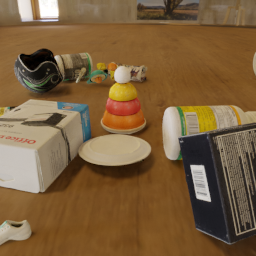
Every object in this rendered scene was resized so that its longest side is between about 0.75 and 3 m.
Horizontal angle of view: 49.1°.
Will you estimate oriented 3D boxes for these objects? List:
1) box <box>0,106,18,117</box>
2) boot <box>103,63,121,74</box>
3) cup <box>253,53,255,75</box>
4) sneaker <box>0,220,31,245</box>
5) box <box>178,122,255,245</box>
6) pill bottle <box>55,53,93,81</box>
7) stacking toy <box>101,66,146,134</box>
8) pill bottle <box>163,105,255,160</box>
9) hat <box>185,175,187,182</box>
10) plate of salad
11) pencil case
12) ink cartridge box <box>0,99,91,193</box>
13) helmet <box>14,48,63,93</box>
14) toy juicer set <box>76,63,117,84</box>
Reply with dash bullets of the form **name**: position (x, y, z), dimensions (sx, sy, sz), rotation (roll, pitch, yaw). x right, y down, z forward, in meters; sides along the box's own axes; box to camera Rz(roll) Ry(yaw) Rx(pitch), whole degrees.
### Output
- **box**: position (-4.380, -0.335, 9.985), dimensions (2.289, 0.563, 0.942), rotation (-9, 27, -18)
- **boot**: position (-0.891, -3.502, 16.795), dimensions (1.347, 0.489, 1.225), rotation (-24, 32, -28)
- **cup**: position (7.610, -3.362, 15.276), dimensions (1.764, 1.764, 1.262), rotation (17, 62, 31)
- **sneaker**: position (-2.377, 1.969, 5.358), dimensions (0.959, 0.424, 0.361), rotation (-9, 29, -18)
- **box**: position (2.240, 0.923, 5.508), dimensions (1.928, 1.943, 1.198), rotation (-9, -3, -18)
- **pill bottle**: position (-3.241, -3.295, 15.202), dimensions (2.408, 1.362, 1.362), rotation (-13, 29, -25)
- **stacking toy**: position (-0.157, -1.030, 9.556), dimensions (1.599, 2.189, 1.599), rotation (0, 25, 0)
- **pill bottle**: position (2.424, 0.114, 7.948), dimensions (2.678, 1.510, 1.510), rotation (-2, 26, -4)
- **hat**: position (1.844, 1.146, 6.904), dimensions (0.886, 0.886, 0.357), rotation (7, -8, 15)
- **plate of salad**: position (-0.371, 0.668, 7.974), dimensions (2.047, 0.492, 2.047), rotation (0, 20, 0)
- **pencil case**: position (-0.069, -3.108, 15.404), dimensions (2.198, 0.855, 0.983), rotation (12, 32, 25)
- **ink cartridge box**: position (-2.599, 0.296, 7.871), dimensions (2.141, 1.235, 2.951), rotation (7, 27, 14)
- **helmet**: position (-4.204, -2.615, 13.055), dimensions (1.920, 2.014, 2.014), rotation (-22, 29, -5)
- **toy juicer set**: position (-1.541, -2.673, 14.133), dimensions (2.284, 0.622, 1.453), rotation (-13, -15, -7)
